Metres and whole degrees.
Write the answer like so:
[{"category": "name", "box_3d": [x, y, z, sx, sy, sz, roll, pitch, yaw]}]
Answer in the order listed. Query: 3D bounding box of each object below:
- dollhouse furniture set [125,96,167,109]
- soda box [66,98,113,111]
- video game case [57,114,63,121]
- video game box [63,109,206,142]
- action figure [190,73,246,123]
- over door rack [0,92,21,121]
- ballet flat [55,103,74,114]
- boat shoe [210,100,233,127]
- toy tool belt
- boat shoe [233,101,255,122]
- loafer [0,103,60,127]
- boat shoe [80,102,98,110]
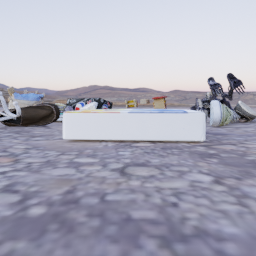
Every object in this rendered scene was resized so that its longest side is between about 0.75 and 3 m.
[{"category": "dollhouse furniture set", "box_3d": [0.919, -0.899, 13.258, 1.940, 1.044, 0.789, -5, 4, 19]}, {"category": "soda box", "box_3d": [-1.992, -0.978, 13.800, 2.612, 0.827, 0.924, 4, -8, 44]}, {"category": "video game case", "box_3d": [-2.446, -0.439, 11.899, 1.974, 0.238, 2.166, 2, 5, 25]}, {"category": "video game box", "box_3d": [0.214, -0.135, 6.655, 2.816, 0.659, 2.566, 1, 3, 5]}, {"category": "action figure", "box_3d": [3.300, -0.832, 10.631, 1.670, 1.434, 2.810, -9, -21, -1]}, {"category": "over door rack", "box_3d": [-4.690, -0.514, 8.129, 2.613, 0.870, 1.930, 4, 15, 38]}, {"category": "ballet flat", "box_3d": [-3.703, -0.845, 13.552, 2.174, 0.782, 0.782, 1, 5, -7]}, {"category": "boat shoe", "box_3d": [3.156, -0.483, 9.456, 0.731, 0.848, 2.356, 2, 3, 17]}, {"category": "toy tool belt", "box_3d": [-5.992, -1.705, 17.523, 2.871, 1.764, 1.793, -2, 6, -25]}, {"category": "boat shoe", "box_3d": [4.756, -0.563, 11.655, 0.926, 0.789, 2.770, 37, 18, 10]}, {"category": "loafer", "box_3d": [-3.199, -0.339, 9.005, 2.025, 0.739, 0.722, -9, 9, 2]}, {"category": "boat shoe", "box_3d": [-1.782, -0.921, 12.697, 1.080, 0.389, 0.370, -25, 25, 44]}]
